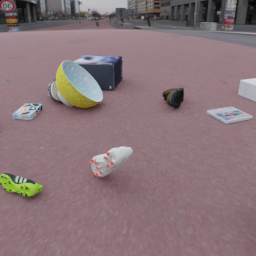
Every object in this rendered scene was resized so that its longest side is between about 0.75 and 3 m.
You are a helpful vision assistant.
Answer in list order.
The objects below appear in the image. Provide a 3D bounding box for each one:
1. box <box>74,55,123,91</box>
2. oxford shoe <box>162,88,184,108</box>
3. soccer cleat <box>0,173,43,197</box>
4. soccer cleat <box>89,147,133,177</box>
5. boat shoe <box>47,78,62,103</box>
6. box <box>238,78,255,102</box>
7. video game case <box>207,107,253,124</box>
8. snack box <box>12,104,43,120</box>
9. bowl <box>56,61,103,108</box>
[{"bbox_3d":[-1.743,-3.284,16.302,2.499,1.540,2.479,4,26,8],"label":"box"},{"bbox_3d":[2.046,-1.415,13.224,0.944,0.813,2.236,2,14,18],"label":"oxford shoe"},{"bbox_3d":[-2.823,1.485,7.347,1.307,0.441,0.530,13,7,28],"label":"soccer cleat"},{"bbox_3d":[-0.486,0.915,7.525,0.687,0.614,1.772,-14,-11,-32],"label":"soccer cleat"},{"bbox_3d":[-3.642,-1.917,14.485,0.937,1.086,2.989,-40,26,17],"label":"boat shoe"},{"bbox_3d":[6.593,-1.916,14.158,1.159,0.810,1.522,-9,26,-18],"label":"box"},{"bbox_3d":[4.336,-0.568,12.018,1.404,0.166,1.278,-9,27,-22],"label":"video game case"},{"bbox_3d":[-4.363,-0.728,12.253,0.794,0.254,1.367,2,25,3],"label":"snack box"},{"bbox_3d":[-2.468,-1.765,12.909,1.307,2.429,2.429,-39,13,22],"label":"bowl"}]
